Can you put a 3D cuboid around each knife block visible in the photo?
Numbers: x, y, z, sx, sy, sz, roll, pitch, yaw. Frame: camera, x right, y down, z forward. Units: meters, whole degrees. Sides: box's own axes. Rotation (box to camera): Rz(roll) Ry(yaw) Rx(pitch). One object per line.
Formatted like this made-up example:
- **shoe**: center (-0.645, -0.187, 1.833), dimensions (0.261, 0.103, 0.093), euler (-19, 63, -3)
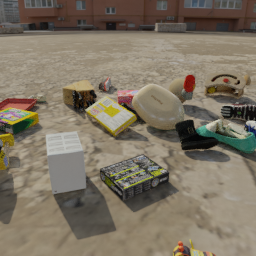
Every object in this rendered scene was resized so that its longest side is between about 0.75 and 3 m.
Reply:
- **knife block**: center (-2.028, -1.650, 14.238), dimensions (2.323, 0.847, 2.646), euler (13, 26, 24)

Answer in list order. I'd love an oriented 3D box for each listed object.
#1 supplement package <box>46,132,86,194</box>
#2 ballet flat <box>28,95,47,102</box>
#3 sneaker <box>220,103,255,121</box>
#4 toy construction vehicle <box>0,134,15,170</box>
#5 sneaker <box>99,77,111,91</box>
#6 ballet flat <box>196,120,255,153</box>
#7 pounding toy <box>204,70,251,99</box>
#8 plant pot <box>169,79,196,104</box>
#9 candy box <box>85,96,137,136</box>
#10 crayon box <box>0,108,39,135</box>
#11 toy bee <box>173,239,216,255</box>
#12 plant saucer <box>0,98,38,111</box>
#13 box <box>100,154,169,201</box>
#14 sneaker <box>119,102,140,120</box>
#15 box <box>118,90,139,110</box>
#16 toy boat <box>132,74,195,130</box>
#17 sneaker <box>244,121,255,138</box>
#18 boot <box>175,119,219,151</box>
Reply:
- **supplement package**: center (-1.772, 0.939, 7.939), dimensions (0.944, 1.227, 1.283), euler (-7, 25, -15)
- **ballet flat**: center (-4.826, -1.548, 14.592), dimensions (1.125, 0.391, 0.391), euler (-3, 24, -7)
- **sneaker**: center (5.305, -0.780, 12.383), dimensions (2.118, 0.802, 1.224), euler (16, 26, 34)
- **toy construction vehicle**: center (-4.853, 1.077, 8.224), dimensions (2.547, 1.030, 2.926), euler (-14, 22, -3)
- **sneaker**: center (-1.416, -2.700, 16.924), dimensions (0.665, 0.626, 1.623), euler (-3, 23, 9)
- **ballet flat**: center (3.539, 0.134, 10.216), dimensions (0.798, 0.834, 2.370), euler (-27, 34, -35)
- **pounding toy**: center (5.567, -2.142, 15.562), dimensions (2.691, 1.544, 1.539), euler (-7, 51, 6)
- **plant pot**: center (2.551, -1.911, 13.867), dimensions (0.911, 1.357, 1.357), euler (43, 42, 20)
- **candy box**: center (-0.755, -0.566, 11.695), dimensions (1.168, 0.302, 2.284), euler (-39, 44, -14)
- **crayon box**: center (-4.846, -0.328, 11.707), dimensions (1.653, 0.482, 1.426), euler (12, 25, 24)
- **toy bee**: center (1.124, 2.463, 5.202), dimensions (1.288, 0.700, 0.843), euler (-8, 27, -17)
- **plant saucer**: center (-5.437, -1.051, 13.561), dimensions (1.641, 0.302, 1.645), euler (2, 25, 4)
- **box**: center (0.178, 1.359, 8.083), dimensions (1.594, 0.353, 1.277), euler (-16, 29, -31)
- **sneaker**: center (-0.100, -0.758, 12.386), dimensions (1.491, 0.729, 0.527), euler (8, 22, 13)
- **box**: center (0.434, -1.263, 13.318), dimensions (1.848, 0.875, 0.948), euler (-1, 24, -2)
- **toy boat**: center (1.782, -1.085, 11.934), dimensions (2.890, 1.343, 2.430), euler (-35, 61, -15)
- **sneaker**: center (4.823, 0.293, 10.011), dimensions (1.272, 0.890, 2.202), euler (2, 17, 14)
- **boot**: center (2.418, 0.202, 9.866), dimensions (1.397, 0.526, 1.045), euler (-3, 58, -6)
